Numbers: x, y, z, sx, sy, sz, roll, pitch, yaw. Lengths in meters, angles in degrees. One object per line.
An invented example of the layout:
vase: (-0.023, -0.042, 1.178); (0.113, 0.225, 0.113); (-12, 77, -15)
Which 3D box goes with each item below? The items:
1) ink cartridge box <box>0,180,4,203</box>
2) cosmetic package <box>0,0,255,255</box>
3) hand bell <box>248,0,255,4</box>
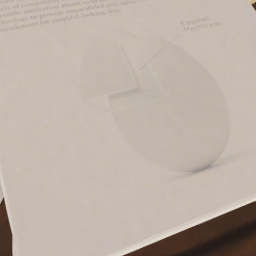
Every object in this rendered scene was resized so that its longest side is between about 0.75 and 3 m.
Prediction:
ink cartridge box: (-2.960, 0.603, 5.552); (0.778, 1.839, 1.329); (13, 58, 8)
cosmetic package: (0.076, -0.280, 3.326); (2.934, 1.809, 2.943); (-15, 69, -15)
hand bell: (2.734, -3.711, 8.887); (1.493, 1.493, 2.868); (39, 76, 22)
